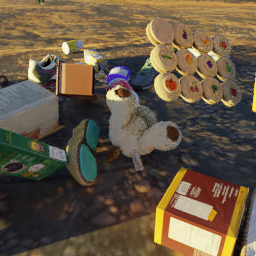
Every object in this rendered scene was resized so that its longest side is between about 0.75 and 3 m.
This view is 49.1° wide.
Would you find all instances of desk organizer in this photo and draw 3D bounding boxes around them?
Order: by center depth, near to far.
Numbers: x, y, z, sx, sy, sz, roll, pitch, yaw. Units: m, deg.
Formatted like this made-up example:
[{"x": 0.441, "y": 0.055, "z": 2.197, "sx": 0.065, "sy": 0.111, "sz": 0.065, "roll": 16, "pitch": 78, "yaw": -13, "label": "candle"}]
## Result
[{"x": -1.541, "y": -1.453, "z": 9.031, "sx": 1.000, "sy": 0.932, "sz": 2.598, "roll": 3, "pitch": 4, "yaw": -3, "label": "desk organizer"}]

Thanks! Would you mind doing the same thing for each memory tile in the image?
[{"x": 1.265, "y": -1.173, "z": 5.110, "sx": 1.988, "sy": 1.524, "sz": 0.167, "roll": 1, "pitch": -14, "yaw": -29, "label": "memory tile"}]

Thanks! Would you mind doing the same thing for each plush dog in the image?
[{"x": 0.257, "y": 0.005, "z": 7.416, "sx": 2.127, "sy": 1.706, "sz": 1.827, "roll": 38, "pitch": 24, "yaw": 6, "label": "plush dog"}]

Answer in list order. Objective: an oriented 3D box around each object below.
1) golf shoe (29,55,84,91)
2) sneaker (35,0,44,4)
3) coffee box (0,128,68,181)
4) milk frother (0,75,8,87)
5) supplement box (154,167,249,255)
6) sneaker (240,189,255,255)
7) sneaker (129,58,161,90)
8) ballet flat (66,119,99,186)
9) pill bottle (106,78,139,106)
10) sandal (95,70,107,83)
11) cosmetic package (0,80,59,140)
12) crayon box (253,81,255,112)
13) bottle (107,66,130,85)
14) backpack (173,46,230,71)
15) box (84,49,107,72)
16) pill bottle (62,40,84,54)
[{"x": -2.675, "y": -2.361, "z": 11.304, "sx": 1.083, "sy": 1.236, "sz": 2.807, "roll": 22, "pitch": 36, "yaw": 34, "label": "golf shoe"}, {"x": -3.014, "y": -4.619, "z": 9.488, "sx": 0.281, "sy": 0.783, "sz": 0.324, "roll": 12, "pitch": 22, "yaw": 34, "label": "sneaker"}, {"x": -2.175, "y": 0.597, "z": 5.717, "sx": 1.032, "sy": 1.679, "sz": 0.369, "roll": -31, "pitch": 56, "yaw": 25, "label": "coffee box"}, {"x": -5.441, "y": -1.921, "z": 11.253, "sx": 0.853, "sy": 0.819, "sz": 0.907, "roll": 33, "pitch": 1, "yaw": 42, "label": "milk frother"}, {"x": 1.327, "y": 1.557, "z": 5.035, "sx": 1.284, "sy": 0.852, "sz": 1.266, "roll": 16, "pitch": 34, "yaw": 24, "label": "supplement box"}, {"x": 2.467, "y": 1.970, "z": 4.385, "sx": 1.283, "sy": 0.813, "sz": 2.281, "roll": 9, "pitch": 39, "yaw": 22, "label": "sneaker"}, {"x": 0.742, "y": -2.353, "z": 11.413, "sx": 0.899, "sy": 1.057, "sz": 2.415, "roll": 15, "pitch": 34, "yaw": 24, "label": "sneaker"}, {"x": -1.168, "y": 0.644, "z": 6.880, "sx": 0.775, "sy": 0.844, "sz": 2.460, "roll": -25, "pitch": 26, "yaw": 12, "label": "ballet flat"}, {"x": -0.156, "y": -0.976, "z": 9.264, "sx": 0.886, "sy": 0.886, "sz": 1.579, "roll": -8, "pitch": 32, "yaw": -13, "label": "pill bottle"}, {"x": -1.192, "y": -2.267, "z": 11.900, "sx": 1.252, "sy": 0.412, "sz": 0.459, "roll": 25, "pitch": 39, "yaw": 35, "label": "sandal"}, {"x": -3.358, "y": -0.180, "z": 7.521, "sx": 1.410, "sy": 1.190, "sz": 2.727, "roll": 31, "pitch": 41, "yaw": 28, "label": "cosmetic package"}, {"x": 2.406, "y": -1.110, "z": 3.714, "sx": 0.603, "sy": 1.508, "sz": 2.375, "roll": 23, "pitch": 56, "yaw": -2, "label": "crayon box"}, {"x": -0.411, "y": -1.838, "z": 10.958, "sx": 0.814, "sy": 0.636, "sz": 1.949, "roll": 5, "pitch": 31, "yaw": 5, "label": "bottle"}, {"x": 3.467, "y": -3.318, "z": 12.573, "sx": 1.902, "sy": 1.793, "sz": 2.332, "roll": -20, "pitch": 9, "yaw": -24, "label": "backpack"}, {"x": -1.555, "y": -3.235, "z": 13.322, "sx": 0.565, "sy": 0.616, "sz": 1.757, "roll": -13, "pitch": 33, "yaw": -21, "label": "box"}, {"x": -3.008, "y": -4.499, "z": 15.460, "sx": 0.613, "sy": 0.613, "sz": 1.102, "roll": 26, "pitch": 39, "yaw": 36, "label": "pill bottle"}]
